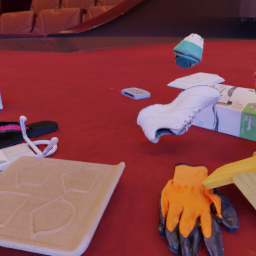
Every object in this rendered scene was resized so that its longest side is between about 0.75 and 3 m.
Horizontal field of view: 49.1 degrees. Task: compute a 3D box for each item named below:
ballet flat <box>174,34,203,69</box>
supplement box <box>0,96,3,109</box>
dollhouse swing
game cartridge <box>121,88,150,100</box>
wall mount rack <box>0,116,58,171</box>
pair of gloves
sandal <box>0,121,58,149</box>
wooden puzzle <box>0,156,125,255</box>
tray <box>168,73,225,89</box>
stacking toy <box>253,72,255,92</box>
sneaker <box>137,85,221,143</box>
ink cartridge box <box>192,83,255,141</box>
[{"bbox_3d":[1.807,-2.320,8.276,0.821,0.858,2.438,26,9,3],"label":"ballet flat"},{"bbox_3d":[-5.320,-1.218,10.182,0.902,0.884,1.746,-18,28,-37],"label":"supplement box"},{"bbox_3d":[2.164,1.043,4.835,1.281,1.126,1.164,-20,69,-50],"label":"dollhouse swing"},{"bbox_3d":[0.351,-1.441,11.654,0.785,0.241,1.180,-17,28,-29],"label":"game cartridge"},{"bbox_3d":[-2.600,0.455,5.950,2.473,0.922,2.148,-17,27,-34],"label":"wall mount rack"},{"bbox_3d":[1.931,1.326,4.556,2.840,0.351,2.530,7,23,14],"label":"pair of gloves"},{"bbox_3d":[-3.036,0.028,7.495,0.932,0.559,2.481,19,28,39],"label":"sandal"},{"bbox_3d":[-1.414,1.213,4.642,2.410,0.558,2.232,0,21,13],"label":"wooden puzzle"},{"bbox_3d":[3.409,-2.348,13.773,1.588,0.328,2.957,18,28,40],"label":"tray"},{"bbox_3d":[3.561,-0.265,5.689,0.939,2.013,2.224,-26,50,12],"label":"stacking toy"},{"bbox_3d":[1.248,-0.284,6.549,2.025,0.754,0.882,-26,54,9],"label":"sneaker"},{"bbox_3d":[3.024,-0.555,8.239,2.060,0.869,1.505,18,39,36],"label":"ink cartridge box"}]
